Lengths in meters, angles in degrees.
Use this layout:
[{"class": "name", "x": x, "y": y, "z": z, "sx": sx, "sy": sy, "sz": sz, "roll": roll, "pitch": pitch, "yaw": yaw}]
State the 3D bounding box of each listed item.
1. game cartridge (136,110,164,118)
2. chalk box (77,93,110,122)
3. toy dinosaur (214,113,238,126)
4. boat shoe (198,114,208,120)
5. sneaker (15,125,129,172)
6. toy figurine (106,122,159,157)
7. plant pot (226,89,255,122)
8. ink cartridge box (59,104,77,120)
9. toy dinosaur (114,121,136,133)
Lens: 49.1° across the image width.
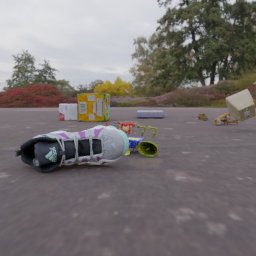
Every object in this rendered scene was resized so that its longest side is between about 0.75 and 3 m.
[{"class": "game cartridge", "x": 1.469, "y": -0.918, "z": 18.565, "sx": 1.780, "sy": 0.527, "sz": 2.746, "roll": 5, "pitch": 6, "yaw": 4}, {"class": "chalk box", "x": -1.793, "y": -1.164, "z": 15.546, "sx": 1.481, "sy": 1.491, "sz": 2.389, "roll": 0, "pitch": 6, "yaw": 6}, {"class": "toy dinosaur", "x": 4.528, "y": -0.486, "z": 12.953, "sx": 1.138, "sy": 0.647, "sz": 2.143, "roll": 2, "pitch": 5, "yaw": 30}, {"class": "boat shoe", "x": 4.247, "y": -0.645, "z": 16.004, "sx": 0.389, "sy": 0.368, "sz": 1.082, "roll": -1, "pitch": 5, "yaw": -10}, {"class": "sneaker", "x": -0.921, "y": 0.370, "z": 4.228, "sx": 1.701, "sy": 0.661, "sz": 1.190, "roll": -8, "pitch": 3, "yaw": 23}, {"class": "toy figurine", "x": 0.176, "y": 0.220, "z": 5.703, "sx": 1.224, "sy": 0.646, "sz": 0.733, "roll": 4, "pitch": 1, "yaw": 28}, {"class": "plant pot", "x": 3.976, "y": -0.711, "z": 9.689, "sx": 0.810, "sy": 0.809, "sz": 0.717, "roll": -24, "pitch": 38, "yaw": 7}, {"class": "ink cartridge box", "x": -3.229, "y": -0.900, "z": 15.796, "sx": 1.247, "sy": 0.920, "sz": 0.534, "roll": 0, "pitch": 6, "yaw": -11}, {"class": "toy dinosaur", "x": -0.130, "y": 0.011, "z": 9.845, "sx": 0.625, "sy": 0.360, "sz": 1.237, "roll": 18, "pitch": 18, "yaw": 16}]
